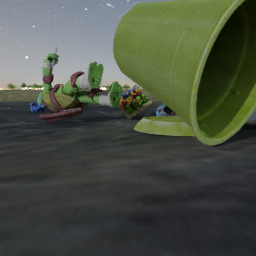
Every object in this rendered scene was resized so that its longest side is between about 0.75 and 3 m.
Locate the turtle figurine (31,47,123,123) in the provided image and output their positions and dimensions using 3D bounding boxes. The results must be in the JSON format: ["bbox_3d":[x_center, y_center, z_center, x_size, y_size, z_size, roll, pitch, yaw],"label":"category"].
[{"bbox_3d":[-1.449,-1.447,8.287,2.677,1.987,2.761,1,29,39],"label":"turtle figurine"}]

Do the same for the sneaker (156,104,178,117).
[{"bbox_3d":[1.742,-0.522,8.337,1.737,0.689,0.830,-9,-8,1],"label":"sneaker"}]

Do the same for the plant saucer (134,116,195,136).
[{"bbox_3d":[1.056,-0.082,6.351,1.828,0.284,1.828,2,6,0],"label":"plant saucer"}]

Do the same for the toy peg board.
[{"bbox_3d":[0.132,-1.027,9.814,1.022,0.500,1.018,-34,56,-9],"label":"toy peg board"}]

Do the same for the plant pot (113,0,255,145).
[{"bbox_3d":[0.932,-1.204,4.679,2.304,2.304,2.188,-6,28,-44],"label":"plant pot"}]

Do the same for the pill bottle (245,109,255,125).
[{"bbox_3d":[3.237,-0.597,7.385,1.010,1.010,1.773,4,0,28],"label":"pill bottle"}]
